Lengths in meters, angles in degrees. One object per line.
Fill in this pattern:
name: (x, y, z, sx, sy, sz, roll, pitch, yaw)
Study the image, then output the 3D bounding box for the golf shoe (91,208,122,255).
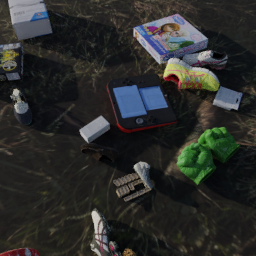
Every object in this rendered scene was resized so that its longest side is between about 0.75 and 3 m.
golf shoe: (-0.812, 3.221, 8.244, 0.764, 0.669, 1.734, -24, 59, -8)

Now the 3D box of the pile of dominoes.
pile of dominoes: (0.123, 1.970, 9.435, 1.075, 0.171, 0.838, -19, 57, -22)

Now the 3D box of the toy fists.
toy fists: (2.754, 0.824, 9.758, 2.405, 0.827, 1.226, -35, 62, -20)

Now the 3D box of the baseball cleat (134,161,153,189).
baseball cleat: (0.616, 1.538, 9.444, 0.544, 0.357, 1.022, -39, 61, -2)

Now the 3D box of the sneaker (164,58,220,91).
sneaker: (2.591, -1.970, 11.688, 2.452, 0.958, 1.107, 25, 70, 20)

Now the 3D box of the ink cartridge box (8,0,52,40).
ink cartridge box: (-4.900, -5.648, 14.027, 1.692, 0.985, 2.340, -15, 57, -10)

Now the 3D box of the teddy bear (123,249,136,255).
teddy bear: (-0.004, 4.223, 7.569, 2.222, 0.742, 1.611, -25, 58, -9)

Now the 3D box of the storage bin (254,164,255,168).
storage bin: (4.856, 1.038, 9.710, 0.446, 0.643, 0.951, 35, 63, 21)

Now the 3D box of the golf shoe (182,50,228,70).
golf shoe: (3.401, -3.137, 12.399, 1.926, 0.887, 0.699, 5, 58, 7)

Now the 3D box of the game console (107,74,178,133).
game console: (0.510, -1.093, 11.301, 2.364, 0.415, 2.674, -12, 57, -8)

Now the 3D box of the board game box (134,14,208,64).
board game box: (1.967, -4.294, 13.278, 2.549, 0.526, 2.555, -23, 54, -15)

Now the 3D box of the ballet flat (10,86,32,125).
ballet flat: (-4.279, -0.961, 11.076, 0.677, 0.677, 1.852, -19, 58, -12)

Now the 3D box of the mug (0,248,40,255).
mug: (-2.439, 4.678, 6.876, 1.904, 2.533, 2.853, -42, 54, 16)

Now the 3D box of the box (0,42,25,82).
box: (-5.880, -2.823, 12.357, 2.432, 0.597, 1.960, -8, 53, -5)

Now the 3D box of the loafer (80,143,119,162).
loafer: (-1.042, 0.894, 9.888, 1.388, 0.507, 0.495, 9, 56, 6)

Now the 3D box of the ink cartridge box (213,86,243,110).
ink cartridge box: (4.092, -1.188, 11.484, 0.984, 0.200, 0.982, 22, 59, 14)

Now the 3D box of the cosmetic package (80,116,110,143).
cosmetic package: (-1.235, 0.053, 10.542, 1.026, 0.366, 0.520, -34, 62, -21)
